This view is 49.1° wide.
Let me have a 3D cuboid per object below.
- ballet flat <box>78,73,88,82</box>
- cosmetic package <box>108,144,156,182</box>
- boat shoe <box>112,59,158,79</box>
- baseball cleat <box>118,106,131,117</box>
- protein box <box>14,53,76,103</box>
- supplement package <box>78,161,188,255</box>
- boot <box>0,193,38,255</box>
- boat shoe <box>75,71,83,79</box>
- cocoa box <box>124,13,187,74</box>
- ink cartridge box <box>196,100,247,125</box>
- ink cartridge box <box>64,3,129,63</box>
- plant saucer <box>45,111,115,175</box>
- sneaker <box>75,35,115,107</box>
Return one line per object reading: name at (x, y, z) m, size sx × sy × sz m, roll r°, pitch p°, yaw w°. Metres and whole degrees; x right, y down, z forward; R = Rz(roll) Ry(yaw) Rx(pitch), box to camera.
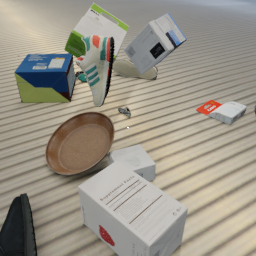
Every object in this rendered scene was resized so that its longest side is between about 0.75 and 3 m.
ballet flat at (-1.983, -2.721, 15.039) m, size 1.402 × 0.521 × 0.521 m, roll -4°, pitch 34°, yaw -9°
cosmetic package at (0.108, 1.206, 8.896) m, size 1.141 × 0.704 × 1.145 m, roll -13°, pitch 36°, yaw -19°
boat shoe at (0.349, -3.323, 15.464) m, size 2.622 × 0.942 × 0.780 m, roll 12°, pitch 29°, yaw 12°
baseball cleat at (-0.143, -0.797, 12.110) m, size 0.288 × 0.440 × 0.826 m, roll -33°, pitch 44°, yaw -31°
protein box at (-3.864, -2.470, 13.553) m, size 2.320 × 1.576 × 2.337 m, roll -1°, pitch 34°, yaw -2°
supplement package at (0.054, 2.146, 6.870) m, size 2.317 × 1.405 × 1.388 m, roll 28°, pitch 43°, yaw 35°
boot at (-3.219, 2.702, 6.446) m, size 2.076 × 0.944 × 2.471 m, roll -8°, pitch 41°, yaw -19°
boat shoe at (-2.676, -2.959, 15.384) m, size 1.076 × 0.356 × 0.376 m, roll -21°, pitch 39°, yaw -28°
cocoa box at (0.902, -2.829, 9.522) m, size 1.110 × 1.128 × 1.691 m, roll -39°, pitch 5°, yaw -34°
ink cartridge box at (4.067, -0.866, 12.244) m, size 1.704 × 0.403 × 1.364 m, roll 30°, pitch 44°, yaw 35°
ink cartridge box at (-1.140, -3.629, 11.198) m, size 1.847 × 0.947 × 2.499 m, roll 29°, pitch 47°, yaw -13°
plant saucer at (-1.559, 0.544, 9.470) m, size 2.559 × 0.468 × 2.559 m, roll -14°, pitch 47°, yaw 15°
sneaker at (-0.815, -1.352, 6.636) m, size 0.820 × 1.754 × 0.617 m, roll 12°, pitch 34°, yaw 2°
